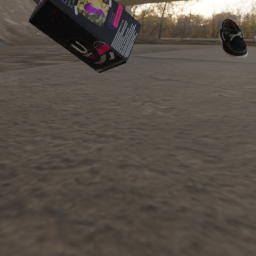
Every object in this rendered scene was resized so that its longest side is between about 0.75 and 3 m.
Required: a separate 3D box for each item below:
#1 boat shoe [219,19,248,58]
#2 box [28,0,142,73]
[{"bbox_3d":[4.140,-3.544,11.008,0.871,0.711,2.358,-1,42,7],"label":"boat shoe"},{"bbox_3d":[-1.121,-2.837,7.647,2.502,1.327,1.529,33,-22,-30],"label":"box"}]
